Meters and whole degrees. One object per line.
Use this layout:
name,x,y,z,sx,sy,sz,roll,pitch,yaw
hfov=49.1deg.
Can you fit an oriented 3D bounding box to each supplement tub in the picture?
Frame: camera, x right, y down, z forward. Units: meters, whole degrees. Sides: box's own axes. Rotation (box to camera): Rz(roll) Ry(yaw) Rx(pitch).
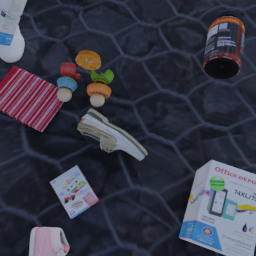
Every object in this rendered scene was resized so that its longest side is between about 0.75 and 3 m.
supplement tub,2.260,-1.981,6.527,0.842,0.842,1.574,14,66,5

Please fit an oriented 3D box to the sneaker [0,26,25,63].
sneaker,-4.018,-3.437,9.100,0.956,1.124,2.540,-7,79,-5

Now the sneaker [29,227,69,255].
sneaker,-1.914,3.305,6.868,0.911,0.656,1.743,-7,65,3

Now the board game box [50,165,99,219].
board game box,-1.471,1.741,7.685,0.886,0.233,1.158,-32,73,-11

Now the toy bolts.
toy bolts,-1.411,-1.356,8.259,1.642,1.569,1.139,3,68,16

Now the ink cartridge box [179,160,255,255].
ink cartridge box,2.300,2.019,6.946,1.407,1.401,1.918,18,71,5

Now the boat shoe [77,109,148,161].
boat shoe,-0.474,0.337,7.959,2.201,0.823,0.753,34,76,22

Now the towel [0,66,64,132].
towel,-3.120,-0.927,8.690,2.127,0.239,1.538,27,70,8

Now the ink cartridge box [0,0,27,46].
ink cartridge box,-2.418,-2.334,5.298,0.753,0.440,1.298,34,108,11
